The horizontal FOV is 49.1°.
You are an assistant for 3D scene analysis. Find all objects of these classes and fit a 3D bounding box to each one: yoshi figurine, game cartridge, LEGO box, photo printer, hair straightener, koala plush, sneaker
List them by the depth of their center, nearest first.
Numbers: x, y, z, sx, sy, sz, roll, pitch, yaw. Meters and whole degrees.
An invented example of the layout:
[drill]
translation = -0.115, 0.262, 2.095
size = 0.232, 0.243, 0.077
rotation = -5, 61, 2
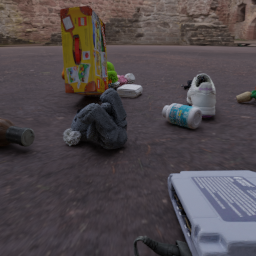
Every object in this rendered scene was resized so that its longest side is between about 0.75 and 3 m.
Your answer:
[hair straightener]
translation = 1.255, 1.627, 2.838
size = 2.669, 0.546, 1.027
rotation = 8, 21, 21
[game cartridge]
translation = 1.525, 1.069, 3.713
size = 1.715, 0.527, 2.576
rotation = -5, 5, 2
[koala plush]
translation = -0.862, -0.042, 6.949
size = 1.469, 1.350, 1.303
rotation = -12, 23, 35
[sneaker]
translation = 2.644, -1.279, 9.769
size = 1.010, 1.343, 2.697
rotation = 2, 18, 6
[LEGO box]
translation = -1.600, -2.796, 10.831
size = 1.140, 2.955, 2.200
rotation = -2, 4, 10
[photo printer]
translation = 0.101, -1.619, 12.105
size = 0.910, 0.380, 1.094
rotation = 7, 21, 17
[yoshi figurine]
translation = -1.609, -2.400, 12.650
size = 2.463, 1.379, 1.384
rotation = -2, -1, 11

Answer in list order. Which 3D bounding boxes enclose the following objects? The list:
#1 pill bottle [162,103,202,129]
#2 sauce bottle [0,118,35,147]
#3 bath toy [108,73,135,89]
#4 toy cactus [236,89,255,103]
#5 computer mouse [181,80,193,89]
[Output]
[pill bottle]
translation = 1.582, -0.385, 8.346
size = 1.114, 0.617, 0.617
rotation = 17, 26, 41
[sauce bottle]
translation = -3.305, 0.072, 6.937
size = 2.183, 0.706, 0.706
rotation = 9, 21, 25
[bath toy]
translation = -0.502, -2.271, 13.610
size = 1.842, 0.801, 0.681
rotation = -18, -17, -37
[toy cactus]
translation = 4.916, -1.213, 10.722
size = 1.399, 0.867, 1.695
rotation = -14, 18, 18
[computer mouse]
translation = 2.933, -2.055, 13.592
size = 0.764, 0.250, 1.088
rotation = -3, 26, 2
